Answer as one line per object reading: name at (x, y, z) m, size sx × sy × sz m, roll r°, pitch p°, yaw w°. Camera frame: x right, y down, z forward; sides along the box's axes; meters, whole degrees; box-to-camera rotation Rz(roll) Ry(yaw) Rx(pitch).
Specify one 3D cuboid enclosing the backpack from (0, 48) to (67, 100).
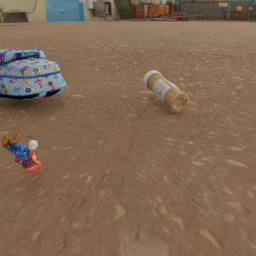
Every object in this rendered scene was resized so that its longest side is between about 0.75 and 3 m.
backpack at (-3.343, -1.775, 9.261) m, size 2.418 × 1.627 × 2.208 m, roll 9°, pitch 20°, yaw 33°

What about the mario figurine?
mario figurine at (-1.973, 0.463, 5.350) m, size 0.574 × 0.931 × 0.493 m, roll 16°, pitch 54°, yaw 38°

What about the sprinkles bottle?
sprinkles bottle at (1.207, -1.254, 9.255) m, size 0.674 × 0.674 × 1.976 m, roll -10°, pitch 35°, yaw -20°
